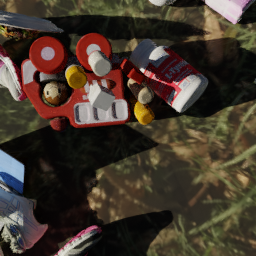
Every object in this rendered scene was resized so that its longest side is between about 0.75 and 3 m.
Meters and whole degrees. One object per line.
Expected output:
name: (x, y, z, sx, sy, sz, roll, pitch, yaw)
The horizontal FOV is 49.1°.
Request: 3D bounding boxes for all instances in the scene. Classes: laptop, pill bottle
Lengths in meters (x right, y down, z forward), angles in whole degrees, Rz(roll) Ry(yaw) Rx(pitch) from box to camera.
laptop: (-3.884, 1.418, 7.022, 2.146, 1.328, 2.292, 30, 79, 7)
pill bottle: (1.069, -1.499, 7.754, 1.165, 1.165, 2.075, -44, 74, -9)

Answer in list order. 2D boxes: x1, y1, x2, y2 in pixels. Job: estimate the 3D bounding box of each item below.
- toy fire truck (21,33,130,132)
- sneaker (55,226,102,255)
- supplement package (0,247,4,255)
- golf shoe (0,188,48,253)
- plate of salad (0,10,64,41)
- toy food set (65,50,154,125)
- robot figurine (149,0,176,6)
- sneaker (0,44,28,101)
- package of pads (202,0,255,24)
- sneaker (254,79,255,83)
toy fire truck: (-1.393, -1.096, 7.512, 2.746, 1.540, 2.306, -6, 85, -5)
sneaker: (-1.385, 3.434, 6.803, 2.353, 0.868, 1.029, -44, 81, -5)
supplement package: (-3.685, 3.386, 6.947, 1.007, 0.552, 0.573, -26, 78, -6)
golf shoe: (-2.964, 2.017, 7.193, 1.081, 0.871, 2.224, -33, 89, -35)
plate of salad: (-3.049, -2.750, 7.580, 2.544, 2.544, 0.611, 14, 111, 3)
toy food set: (-0.326, -1.153, 7.006, 2.551, 1.148, 1.218, 22, 112, -31)
robot figurine: (0.938, -4.746, 8.509, 1.512, 1.256, 2.013, -22, 76, 9)
sneaker: (-3.722, -1.594, 7.969, 1.094, 1.009, 2.481, -38, 71, -7)
package of pads: (2.957, -4.317, 8.658, 2.052, 0.776, 1.236, 40, 80, 9)
sneaker: (4.133, -1.564, 8.239, 0.456, 0.315, 0.820, 35, 83, 14)
